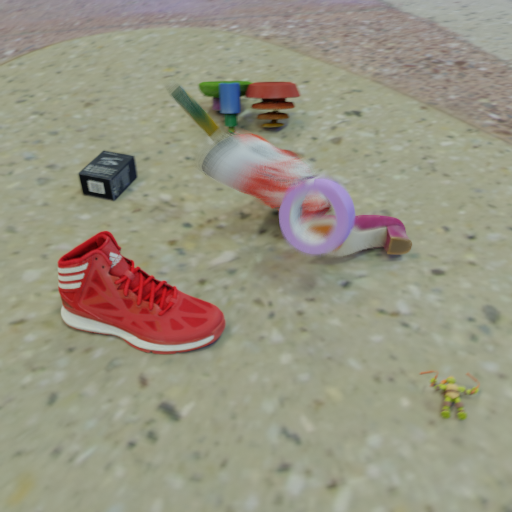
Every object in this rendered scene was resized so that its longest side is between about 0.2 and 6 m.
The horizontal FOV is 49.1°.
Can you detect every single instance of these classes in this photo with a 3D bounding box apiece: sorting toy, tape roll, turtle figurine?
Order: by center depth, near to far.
[{"bbox_3d":[2.747,1.976,7.976,0.851,0.274,0.687,11,47,4],"label":"turtle figurine"},{"bbox_3d":[0.979,-0.643,9.084,1.180,1.180,0.387,19,20,22],"label":"tape roll"},{"bbox_3d":[-0.302,-3.989,14.933,3.007,1.234,1.807,13,24,34],"label":"sorting toy"}]

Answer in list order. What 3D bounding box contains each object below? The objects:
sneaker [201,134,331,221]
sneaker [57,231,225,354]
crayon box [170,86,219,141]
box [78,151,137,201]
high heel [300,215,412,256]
[{"bbox_3d":[0.384,-1.313,10.526,1.603,0.999,2.991,53,27,20],"label":"sneaker"},{"bbox_3d":[-1.868,0.544,8.691,2.772,1.601,1.086,5,39,6],"label":"sneaker"},{"bbox_3d":[-1.059,-2.551,10.063,0.253,0.980,0.616,-44,59,4],"label":"crayon box"},{"bbox_3d":[-3.267,-1.791,12.427,0.826,0.582,1.116,12,40,15],"label":"box"},{"bbox_3d":[1.780,-0.548,10.578,2.241,0.755,1.075,2,29,-8],"label":"high heel"}]
